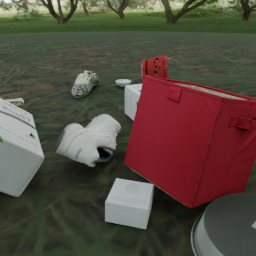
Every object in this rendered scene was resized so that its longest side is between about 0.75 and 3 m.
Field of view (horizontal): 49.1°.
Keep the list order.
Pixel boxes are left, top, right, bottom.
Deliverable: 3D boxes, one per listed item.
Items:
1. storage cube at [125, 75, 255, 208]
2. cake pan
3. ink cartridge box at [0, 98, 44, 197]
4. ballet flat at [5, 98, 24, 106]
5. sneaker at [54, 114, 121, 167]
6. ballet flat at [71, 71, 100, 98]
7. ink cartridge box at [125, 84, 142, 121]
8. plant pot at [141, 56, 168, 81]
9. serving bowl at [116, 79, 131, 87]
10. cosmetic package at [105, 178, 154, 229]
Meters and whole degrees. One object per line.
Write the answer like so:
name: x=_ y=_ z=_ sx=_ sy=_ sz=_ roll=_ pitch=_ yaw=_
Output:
storage cube: x=1.513 y=0.177 z=6.276 sx=2.079 sy=2.187 sz=2.432 roll=0 pitch=20 yaw=-41
cake pan: x=2.385 y=1.957 z=4.902 sx=2.483 sy=0.455 sz=2.483 roll=0 pitch=23 yaw=0
ink cartridge box: x=-3.460 y=0.127 z=6.944 sx=2.129 sy=1.229 sz=2.914 roll=32 pitch=7 yaw=-32
ballet flat: x=-4.946 y=-1.029 z=11.907 sx=1.075 sy=0.373 sz=0.373 roll=-17 pitch=29 yaw=-36
sneaker: x=-0.836 y=0.414 z=7.900 sx=1.241 sy=1.061 sz=2.849 roll=33 pitch=24 yaw=12
ballet flat: x=-2.171 y=-2.346 z=14.095 sx=0.997 sy=0.997 sz=2.772 roll=5 pitch=25 yaw=11
ink cartridge box: x=1.375 y=-0.687 z=9.953 sx=2.120 sy=1.224 sz=2.902 roll=-10 pitch=25 yaw=-21
plant pot: x=1.451 y=-3.061 z=15.053 sx=1.384 sy=1.520 sz=1.520 roll=-2 pitch=23 yaw=8
serving bowl: x=-0.252 y=-2.385 z=15.013 sx=0.833 sy=0.274 sz=0.833 roll=0 pitch=24 yaw=0
cosmetic package: x=0.046 y=1.532 z=5.754 sx=0.845 sy=0.521 sz=0.848 roll=7 pitch=23 yaw=11
